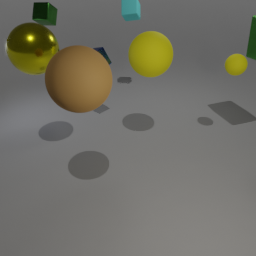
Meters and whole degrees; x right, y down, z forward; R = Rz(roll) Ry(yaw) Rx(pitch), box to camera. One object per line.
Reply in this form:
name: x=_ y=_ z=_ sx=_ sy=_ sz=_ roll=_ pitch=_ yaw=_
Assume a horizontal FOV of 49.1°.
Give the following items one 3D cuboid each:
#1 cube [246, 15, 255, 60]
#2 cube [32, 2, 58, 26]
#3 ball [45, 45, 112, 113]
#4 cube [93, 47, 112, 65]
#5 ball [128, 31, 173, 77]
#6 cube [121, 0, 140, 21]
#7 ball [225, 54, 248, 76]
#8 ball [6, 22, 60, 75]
cube: x=5.022 y=-2.959 z=9.229 sx=1.400 sy=1.400 sz=1.400 roll=-12 pitch=31 yaw=-15
cube: x=-3.383 y=-4.639 z=11.420 sx=0.700 sy=0.700 sz=0.700 roll=7 pitch=3 yaw=16
ball: x=-1.030 y=-1.018 z=5.918 sx=1.400 sy=1.400 sz=1.400 roll=0 pitch=31 yaw=0
cube: x=-1.193 y=-2.567 z=10.615 sx=0.700 sy=0.700 sz=0.700 roll=-43 pitch=31 yaw=-20
ball: x=0.709 y=-2.297 z=8.774 sx=1.400 sy=1.400 sz=1.400 roll=0 pitch=31 yaw=0
cube: x=0.135 y=-5.201 z=12.323 sx=0.700 sy=0.700 sz=0.700 roll=-1 pitch=-1 yaw=15
ball: x=3.553 y=-2.080 z=9.209 sx=0.700 sy=0.700 sz=0.700 roll=0 pitch=31 yaw=0
ball: x=-2.613 y=-2.174 z=7.742 sx=1.400 sy=1.400 sz=1.400 roll=0 pitch=31 yaw=0
